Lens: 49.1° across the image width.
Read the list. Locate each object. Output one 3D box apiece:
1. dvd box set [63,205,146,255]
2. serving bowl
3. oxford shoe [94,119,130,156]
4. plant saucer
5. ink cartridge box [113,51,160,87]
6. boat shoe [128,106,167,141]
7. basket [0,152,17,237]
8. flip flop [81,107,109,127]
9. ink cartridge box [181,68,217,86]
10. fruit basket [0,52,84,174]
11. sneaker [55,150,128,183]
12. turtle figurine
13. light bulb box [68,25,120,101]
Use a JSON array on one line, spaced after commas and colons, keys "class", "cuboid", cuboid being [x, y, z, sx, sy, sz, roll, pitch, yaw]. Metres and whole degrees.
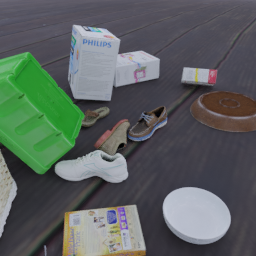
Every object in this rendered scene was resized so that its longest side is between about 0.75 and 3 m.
[{"class": "dvd box set", "cuboid": [-0.497, 2.086, 5.561, 1.532, 0.225, 1.121, -5, 32, -8]}, {"class": "serving bowl", "cuboid": [1.373, 1.841, 5.748, 1.336, 0.439, 1.336, 0, 32, 0]}, {"class": "oxford shoe", "cuboid": [-0.313, 0.310, 8.277, 0.690, 0.650, 1.845, 43, 35, 3]}, {"class": "plant saucer", "cuboid": [3.553, -0.719, 9.931, 2.614, 0.450, 2.614, -1, 31, 0]}, {"class": "ink cartridge box", "cuboid": [0.086, -2.735, 12.691, 2.246, 0.951, 1.623, -15, 34, -24]}, {"class": "boat shoe", "cuboid": [0.613, -0.205, 8.876, 0.644, 0.645, 1.784, 21, 38, 31]}, {"class": "basket", "cuboid": [-3.660, 1.309, 5.317, 2.272, 1.844, 2.293, -4, 30, -5]}, {"class": "flip flop", "cuboid": [-1.196, -0.464, 9.506, 0.602, 0.427, 1.484, 23, 38, 32]}, {"class": "ink cartridge box", "cuboid": [2.956, -2.155, 11.745, 1.355, 0.565, 0.983, 6, 5, 9]}, {"class": "fruit basket", "cuboid": [-2.925, -0.295, 7.284, 2.974, 2.974, 2.145, 3, 41, 5]}, {"class": "sneaker", "cuboid": [-0.928, 0.891, 7.032, 1.851, 0.742, 0.651, 0, 33, 3]}, {"class": "turtle figurine", "cuboid": [-1.072, 2.349, 4.613, 0.885, 0.657, 0.913, 38, 87, 22]}, {"class": "light bulb box", "cuboid": [-1.414, -2.567, 10.878, 1.436, 2.301, 2.281, 1, 27, -20]}]
